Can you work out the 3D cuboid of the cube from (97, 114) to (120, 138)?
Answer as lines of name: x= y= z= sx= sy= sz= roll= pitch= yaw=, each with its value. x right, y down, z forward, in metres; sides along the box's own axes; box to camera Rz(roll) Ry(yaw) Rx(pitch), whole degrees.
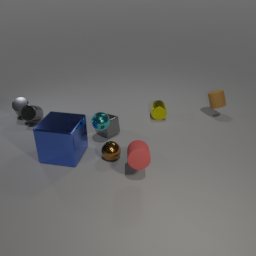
cube: x=-0.837 y=-0.109 z=11.446 sx=0.700 sy=0.700 sz=0.700 roll=-26 pitch=29 yaw=-38

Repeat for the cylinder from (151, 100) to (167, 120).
cylinder: x=1.407 y=-0.813 z=12.775 sx=0.700 sy=0.700 sz=0.700 roll=1 pitch=30 yaw=2

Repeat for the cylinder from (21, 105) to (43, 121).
cylinder: x=-4.136 y=-0.634 z=12.107 sx=0.700 sy=0.700 sz=0.700 roll=6 pitch=2 yaw=10

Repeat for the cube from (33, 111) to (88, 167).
cube: x=-2.340 y=0.369 z=10.022 sx=1.400 sy=1.400 sz=1.400 roll=6 pitch=30 yaw=10

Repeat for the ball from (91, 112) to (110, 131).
ball: x=-1.021 y=-0.248 z=10.452 sx=0.700 sy=0.700 sz=0.700 roll=0 pitch=30 yaw=0

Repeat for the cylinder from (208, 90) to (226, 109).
cylinder: x=4.016 y=-1.307 z=12.643 sx=0.700 sy=0.700 sz=0.700 roll=-14 pitch=12 yaw=3

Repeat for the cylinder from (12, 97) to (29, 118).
cylinder: x=-4.744 y=-0.905 z=12.541 sx=0.700 sy=0.700 sz=0.700 roll=2 pitch=66 yaw=-4

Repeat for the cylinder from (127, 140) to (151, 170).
cylinder: x=0.328 y=0.821 z=8.645 sx=0.700 sy=0.700 sz=0.700 roll=0 pitch=22 yaw=-1

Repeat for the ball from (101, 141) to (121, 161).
ball: x=-0.604 y=0.814 z=9.966 sx=0.700 sy=0.700 sz=0.700 roll=0 pitch=30 yaw=0
